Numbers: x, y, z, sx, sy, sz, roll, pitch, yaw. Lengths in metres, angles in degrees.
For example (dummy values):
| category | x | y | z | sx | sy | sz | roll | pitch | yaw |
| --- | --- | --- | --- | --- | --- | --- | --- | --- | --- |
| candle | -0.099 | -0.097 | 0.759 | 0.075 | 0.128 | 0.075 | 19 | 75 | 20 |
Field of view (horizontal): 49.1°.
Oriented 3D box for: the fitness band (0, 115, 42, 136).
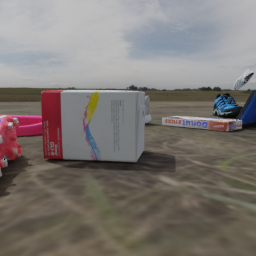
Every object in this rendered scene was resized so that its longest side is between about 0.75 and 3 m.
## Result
| category | x | y | z | sx | sy | sz | roll | pitch | yaw |
| --- | --- | --- | --- | --- | --- | --- | --- | --- | --- |
| fitness band | -3.239 | -0.133 | 7.772 | 2.560 | 0.479 | 1.838 | 3 | 7 | 18 |

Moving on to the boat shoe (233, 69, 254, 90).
| category | x | y | z | sx | sy | sz | roll | pitch | yaw |
| --- | --- | --- | --- | --- | --- | --- | --- | --- | --- |
| boat shoe | 4.604 | -1.901 | 11.157 | 0.354 | 0.964 | 0.322 | 25 | 21 | -21 |

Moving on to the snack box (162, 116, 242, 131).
| category | x | y | z | sx | sy | sz | roll | pitch | yaw |
| --- | --- | --- | --- | --- | --- | --- | --- | --- | --- |
| snack box | 2.226 | -0.160 | 8.738 | 0.847 | 0.286 | 2.355 | -6 | 9 | -43 |

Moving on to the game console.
| category | x | y | z | sx | sy | sz | roll | pitch | yaw |
| --- | --- | --- | --- | --- | --- | --- | --- | --- | --- |
| game console | 3.730 | -0.651 | 9.266 | 2.121 | 1.811 | 1.255 | -7 | 36 | -44 |

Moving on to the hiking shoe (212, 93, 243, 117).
| category | x | y | z | sx | sy | sz | roll | pitch | yaw |
| --- | --- | --- | --- | --- | --- | --- | --- | --- | --- |
| hiking shoe | 4.615 | -1.091 | 13.205 | 0.959 | 1.118 | 2.579 | -1 | 7 | -5 |

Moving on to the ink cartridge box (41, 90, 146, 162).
| category | x | y | z | sx | sy | sz | roll | pitch | yaw |
| --- | --- | --- | --- | --- | --- | --- | --- | --- | --- |
| ink cartridge box | -0.482 | -0.083 | 4.607 | 1.486 | 1.075 | 1.080 | 1 | 7 | 10 |

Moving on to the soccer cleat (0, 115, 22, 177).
| category | x | y | z | sx | sy | sz | roll | pitch | yaw |
| --- | --- | --- | --- | --- | --- | --- | --- | --- | --- |
| soccer cleat | -1.943 | 0.245 | 3.748 | 0.803 | 0.700 | 2.100 | -5 | 10 | -12 |

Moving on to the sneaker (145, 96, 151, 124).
| category | x | y | z | sx | sy | sz | roll | pitch | yaw |
| --- | --- | --- | --- | --- | --- | --- | --- | --- | --- |
| sneaker | -0.334 | -0.706 | 9.574 | 2.379 | 1.094 | 0.901 | -4 | 17 | -20 |
